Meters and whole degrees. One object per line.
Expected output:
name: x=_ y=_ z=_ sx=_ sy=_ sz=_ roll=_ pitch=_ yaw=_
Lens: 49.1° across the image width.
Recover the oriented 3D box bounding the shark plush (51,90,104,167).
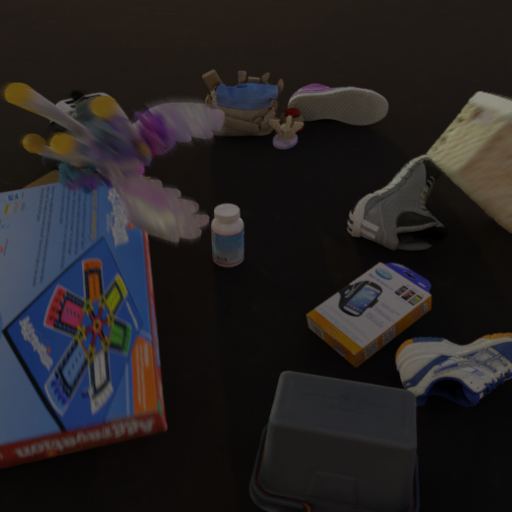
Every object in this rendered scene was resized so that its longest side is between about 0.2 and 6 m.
shark plush: x=-3.583 y=-2.533 z=11.105 sx=1.640 sy=1.504 sz=3.610 roll=0 pitch=11 yaw=9

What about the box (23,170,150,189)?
box: x=-3.574 y=-1.331 z=11.592 sx=2.302 sy=0.245 sz=1.882 roll=5 pitch=27 yaw=10

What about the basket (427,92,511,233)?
basket: x=4.475 y=-1.521 z=9.985 sx=2.379 sy=1.468 sz=1.613 roll=36 pitch=16 yaw=-19

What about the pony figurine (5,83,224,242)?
pony figurine: x=-1.968 y=-1.539 z=8.296 sx=2.548 sy=2.198 sz=2.639 roll=12 pitch=-5 yaw=16

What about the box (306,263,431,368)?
box: x=1.761 y=0.787 z=8.389 sx=1.769 sy=0.367 sz=1.053 roll=-31 pitch=44 yaw=-21

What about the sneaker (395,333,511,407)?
sneaker: x=2.911 y=1.581 z=7.353 sx=2.049 sy=0.771 sz=0.903 roll=-5 pitch=46 yaw=4

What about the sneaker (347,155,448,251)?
sneaker: x=3.114 y=-0.861 z=10.631 sx=2.705 sy=1.015 sz=1.562 roll=-36 pitch=53 yaw=-27

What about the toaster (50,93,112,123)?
toaster: x=-3.998 y=-3.172 z=13.575 sx=1.869 sy=1.207 sz=1.062 roll=-22 pitch=42 yaw=-28

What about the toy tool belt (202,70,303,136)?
toy tool belt: x=-0.043 y=-3.965 z=14.354 sx=2.602 sy=1.599 sz=1.625 roll=-1 pitch=35 yaw=-2

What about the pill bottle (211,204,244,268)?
pill bottle: x=-0.493 y=-0.356 z=9.715 sx=0.560 sy=1.029 sz=0.560 roll=1 pitch=36 yaw=0

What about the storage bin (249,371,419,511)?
storage bin: x=0.879 y=2.089 z=6.045 sx=1.875 sy=1.259 sz=1.365 roll=7 pitch=36 yaw=11

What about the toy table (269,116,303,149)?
toy table: x=0.747 y=-3.118 z=14.078 sx=0.861 sy=0.549 sz=0.937 roll=3 pitch=34 yaw=3

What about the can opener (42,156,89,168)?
can opener: x=-3.901 y=-2.390 z=12.871 sx=1.953 sy=0.653 sz=0.521 roll=-1 pitch=49 yaw=-11

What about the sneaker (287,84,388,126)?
sneaker: x=2.302 y=-4.357 z=15.513 sx=2.686 sy=0.974 sz=1.532 roll=7 pitch=33 yaw=10

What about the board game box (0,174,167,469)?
board game box: x=-2.972 y=0.485 z=8.411 sx=2.809 sy=0.531 sz=5.456 roll=-12 pitch=41 yaw=-5
